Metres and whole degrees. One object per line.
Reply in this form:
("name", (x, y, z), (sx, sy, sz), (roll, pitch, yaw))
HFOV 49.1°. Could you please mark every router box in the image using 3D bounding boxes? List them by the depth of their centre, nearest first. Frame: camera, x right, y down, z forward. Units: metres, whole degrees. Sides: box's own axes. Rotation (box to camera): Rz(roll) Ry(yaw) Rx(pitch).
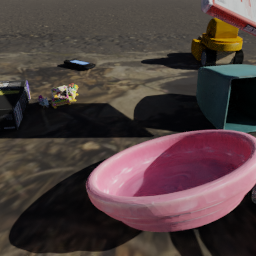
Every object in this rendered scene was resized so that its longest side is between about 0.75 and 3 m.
("router box", (-4.308, -0.643, 7.968), (2.610, 0.682, 2.052), (-3, 31, -6))

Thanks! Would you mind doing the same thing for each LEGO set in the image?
("LEGO set", (-2.034, -1.166, 8.917), (0.760, 0.615, 1.651), (20, 36, 29))

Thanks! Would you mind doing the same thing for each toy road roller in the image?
("toy road roller", (3.875, -3.792, 11.983), (1.649, 1.959, 2.683), (-2, 31, -4))

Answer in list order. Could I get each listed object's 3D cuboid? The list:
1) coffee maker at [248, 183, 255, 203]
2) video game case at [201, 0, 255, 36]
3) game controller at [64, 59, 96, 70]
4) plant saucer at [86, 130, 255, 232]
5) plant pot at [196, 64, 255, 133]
("coffee maker", (3.695, 1.136, 4.335), (2.560, 1.795, 2.665), (5, 24, -38))
("video game case", (2.640, -2.530, 5.519), (2.797, 0.244, 2.000), (16, 62, -18))
("game controller", (-2.042, -2.717, 11.834), (1.359, 0.286, 0.709), (18, 36, 26))
("plant saucer", (0.769, 0.811, 4.729), (2.883, 0.731, 2.883), (-15, 11, 3))
("plant pot", (2.867, -1.029, 7.889), (1.534, 1.535, 2.172), (-7, 27, -12))
